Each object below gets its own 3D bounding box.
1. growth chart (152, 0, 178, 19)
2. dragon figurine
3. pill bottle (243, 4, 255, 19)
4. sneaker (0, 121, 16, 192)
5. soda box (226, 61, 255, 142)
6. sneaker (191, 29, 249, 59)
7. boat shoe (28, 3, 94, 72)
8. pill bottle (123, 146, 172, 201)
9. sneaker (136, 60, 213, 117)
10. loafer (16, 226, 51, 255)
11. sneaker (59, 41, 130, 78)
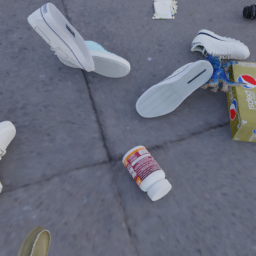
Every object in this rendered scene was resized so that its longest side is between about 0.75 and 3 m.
[{"bbox_3d":[1.745,-5.617,13.158,1.175,0.144,1.624,4,56,2],"label":"growth chart"},{"bbox_3d":[3.179,-1.995,9.593,0.824,2.800,1.392,15,95,-6],"label":"dragon figurine"},{"bbox_3d":[5.820,-5.228,12.582,1.161,0.649,0.649,-3,56,-3],"label":"pill bottle"},{"bbox_3d":[-3.950,1.137,8.146,1.528,0.974,2.644,33,71,18],"label":"sneaker"},{"bbox_3d":[3.952,-0.953,9.490,0.899,0.951,2.809,5,56,3],"label":"soda box"},{"bbox_3d":[3.636,-3.094,11.144,2.233,0.853,0.899,25,71,21],"label":"sneaker"},{"bbox_3d":[-1.624,-2.166,7.141,0.713,2.181,0.802,-19,53,17],"label":"boat shoe"},{"bbox_3d":[0.543,1.289,8.047,0.806,0.806,1.472,-27,59,-17],"label":"pill bottle"},{"bbox_3d":[1.573,-1.317,9.790,2.942,1.042,1.074,-31,101,-2],"label":"sneaker"},{"bbox_3d":[-1.436,2.280,4.282,0.544,0.614,1.614,-4,42,8],"label":"loafer"},{"bbox_3d":[-1.179,-2.841,10.713,2.888,1.067,1.183,17,62,11],"label":"sneaker"}]
